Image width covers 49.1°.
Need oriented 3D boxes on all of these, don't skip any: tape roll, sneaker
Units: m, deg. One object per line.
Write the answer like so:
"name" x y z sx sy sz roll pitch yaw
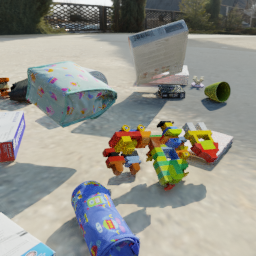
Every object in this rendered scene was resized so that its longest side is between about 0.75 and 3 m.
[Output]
"tape roll" -1.673 -1.622 11.236 1.524 1.524 1.046 -20 29 -38
"sneaker" -4.585 -1.875 12.621 1.207 1.010 2.659 -7 22 -1

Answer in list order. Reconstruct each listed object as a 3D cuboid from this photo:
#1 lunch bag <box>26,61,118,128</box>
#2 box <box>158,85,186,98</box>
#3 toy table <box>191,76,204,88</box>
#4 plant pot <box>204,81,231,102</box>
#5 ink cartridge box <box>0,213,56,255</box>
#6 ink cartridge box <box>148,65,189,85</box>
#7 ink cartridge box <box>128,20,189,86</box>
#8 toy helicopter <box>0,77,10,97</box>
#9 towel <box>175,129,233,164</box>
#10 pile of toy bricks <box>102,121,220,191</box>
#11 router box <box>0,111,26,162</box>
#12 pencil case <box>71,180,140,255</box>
"lunch bag" -1.459 -1.006 7.613 1.691 1.210 1.985 34 34 26
"box" 2.003 -1.706 13.001 1.070 0.291 1.336 -1 23 -2
"toy table" 3.595 -2.383 14.400 0.711 0.453 0.774 -18 30 -36
"plant pot" 3.798 -1.583 12.195 0.877 0.877 0.937 -12 13 -26
"ink cartridge box" -1.872 1.957 4.003 1.415 0.608 1.036 15 27 34
"ink cartridge box" 2.039 -3.048 15.747 2.626 0.587 2.314 4 25 8
"ink cartridge box" 1.361 -3.235 12.499 2.423 2.988 0.749 -17 69 -2
"toy helicopter" -6.250 -1.688 12.272 1.349 0.804 2.039 -6 6 39
"towel" 2.041 0.424 8.063 1.547 0.261 1.620 17 29 33
"pile of toy bricks" 0.811 0.754 6.378 2.703 1.499 1.334 -1 55 -33
"router box" -4.236 0.231 8.068 2.167 0.590 2.415 -5 24 -12
"pencil case" -0.417 1.596 4.722 0.778 0.699 1.791 -22 29 -16
